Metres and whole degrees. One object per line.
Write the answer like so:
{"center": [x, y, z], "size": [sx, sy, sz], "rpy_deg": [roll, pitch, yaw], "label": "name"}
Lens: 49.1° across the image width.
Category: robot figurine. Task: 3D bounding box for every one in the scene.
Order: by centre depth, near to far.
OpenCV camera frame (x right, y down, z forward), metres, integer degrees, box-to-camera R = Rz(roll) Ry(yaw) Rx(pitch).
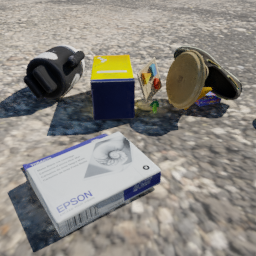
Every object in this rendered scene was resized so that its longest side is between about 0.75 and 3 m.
{"center": [-2.680, -2.094, 10.524], "size": [1.992, 1.654, 2.651], "rpy_deg": [12, 35, 13], "label": "robot figurine"}

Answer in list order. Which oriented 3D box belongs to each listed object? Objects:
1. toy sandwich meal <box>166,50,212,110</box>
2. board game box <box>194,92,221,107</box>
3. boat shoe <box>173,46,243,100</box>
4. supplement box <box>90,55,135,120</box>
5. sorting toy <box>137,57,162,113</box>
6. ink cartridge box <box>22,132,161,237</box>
{"center": [1.990, -1.533, 9.330], "size": [0.729, 2.128, 2.128], "rpy_deg": [5, 28, -27], "label": "toy sandwich meal"}
{"center": [2.842, -1.085, 10.242], "size": [0.914, 0.205, 0.614], "rpy_deg": [-12, 35, -18], "label": "board game box"}
{"center": [2.748, -1.963, 9.805], "size": [2.805, 1.000, 0.845], "rpy_deg": [36, 27, 9], "label": "boat shoe"}
{"center": [-0.545, -1.503, 9.792], "size": [1.387, 1.378, 2.532], "rpy_deg": [-2, 32, -3], "label": "supplement box"}
{"center": [0.842, -1.337, 9.246], "size": [0.244, 1.655, 1.223], "rpy_deg": [7, 43, 34], "label": "sorting toy"}
{"center": [-0.975, 0.945, 6.719], "size": [2.582, 0.525, 2.587], "rpy_deg": [-23, 39, -27], "label": "ink cartridge box"}
